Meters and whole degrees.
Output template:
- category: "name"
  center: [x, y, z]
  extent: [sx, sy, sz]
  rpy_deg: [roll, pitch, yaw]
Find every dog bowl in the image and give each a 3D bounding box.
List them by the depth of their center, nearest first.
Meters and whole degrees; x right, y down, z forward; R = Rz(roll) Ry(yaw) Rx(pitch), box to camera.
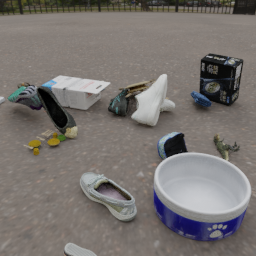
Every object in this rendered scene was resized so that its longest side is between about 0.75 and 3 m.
- category: "dog bowl"
  center: [1.931, 1.754, 7.623]
  extent: [2.483, 0.978, 2.483]
  rpy_deg: [0, 29, 0]

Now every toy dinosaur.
- category: "toy dinosaur"
  center: [3.587, 0.728, 10.091]
  extent: [0.748, 0.403, 1.698]
  rpy_deg: [-12, 28, 9]

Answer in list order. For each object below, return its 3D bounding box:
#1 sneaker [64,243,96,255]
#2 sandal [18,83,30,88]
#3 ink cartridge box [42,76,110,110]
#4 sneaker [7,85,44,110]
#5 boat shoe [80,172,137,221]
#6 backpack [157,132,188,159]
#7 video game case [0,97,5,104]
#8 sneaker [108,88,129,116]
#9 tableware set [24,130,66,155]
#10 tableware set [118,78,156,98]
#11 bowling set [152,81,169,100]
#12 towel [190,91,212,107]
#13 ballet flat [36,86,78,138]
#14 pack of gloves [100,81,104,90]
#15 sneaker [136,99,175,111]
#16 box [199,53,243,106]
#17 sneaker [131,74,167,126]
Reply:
- category: "sneaker"
  center: [-1.039, 2.904, 6.281]
  extent: [0.879, 0.349, 0.345]
  rpy_deg: [30, 40, 3]
- category: "sandal"
  center: [-5.691, -2.347, 15.625]
  extent: [1.230, 0.336, 0.503]
  rpy_deg: [23, 36, 34]
- category: "ink cartridge box"
  center: [-2.487, -1.738, 13.834]
  extent: [2.939, 0.997, 1.705]
  rpy_deg: [10, 30, 18]
- category: "sneaker"
  center: [-4.573, -1.199, 12.663]
  extent: [0.981, 1.154, 2.637]
  rpy_deg: [-46, 28, -23]
- category: "boat shoe"
  center: [-0.590, 1.764, 7.902]
  extent: [0.793, 0.690, 2.150]
  rpy_deg: [-23, 36, -35]
- category: "backpack"
  center: [1.471, 0.654, 9.763]
  extent: [0.966, 0.884, 0.710]
  rpy_deg: [-22, 14, -30]
- category: "video game case"
  center: [-7.446, -1.143, 13.567]
  extent: [2.088, 0.244, 1.898]
  rpy_deg: [6, 29, 11]
- category: "sneaker"
  center: [-0.403, -1.329, 13.315]
  extent: [0.876, 0.833, 2.209]
  rpy_deg: [1, 29, 5]
- category: "tableware set"
  center: [-3.088, 0.563, 10.587]
  extent: [0.983, 0.224, 1.460]
  rpy_deg: [17, 32, 22]
- category: "tableware set"
  center: [0.450, -1.880, 13.775]
  extent: [1.802, 0.546, 2.727]
  rpy_deg: [-14, 6, 1]
- category: "bowling set"
  center: [1.363, -1.594, 14.013]
  extent: [0.909, 1.305, 0.701]
  rpy_deg: [-35, 6, 28]
- category: "towel"
  center: [3.512, -1.390, 13.541]
  extent: [0.800, 0.348, 1.432]
  rpy_deg: [23, 18, -7]
- category: "ballet flat"
  center: [-2.843, -0.584, 10.974]
  extent: [0.812, 2.442, 0.694]
  rpy_deg: [-38, -5, 8]
- category: "pack of gloves"
  center: [-2.236, -2.485, 15.855]
  extent: [1.857, 0.366, 1.560]
  rpy_deg: [-4, 30, -7]
- category: "sneaker"
  center: [1.269, -0.926, 12.936]
  extent: [1.825, 0.642, 0.731]
  rpy_deg: [3, 48, 6]
- category: "box"
  center: [4.492, -2.379, 13.681]
  extent: [1.741, 2.126, 0.916]
  rpy_deg: [26, 49, 36]
- category: "sneaker"
  center: [0.966, -1.399, 12.394]
  extent: [1.233, 1.049, 2.787]
  rpy_deg: [12, 56, 18]
